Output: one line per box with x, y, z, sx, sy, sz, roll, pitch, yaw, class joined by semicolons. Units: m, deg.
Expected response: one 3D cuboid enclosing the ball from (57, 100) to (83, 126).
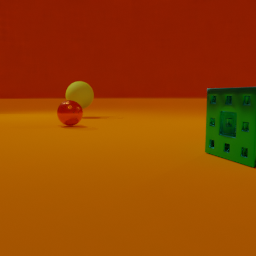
-1.754;-0.454;8.487;0.774;0.774;0.774;0;7;0;ball

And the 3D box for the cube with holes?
1.917;-0.079;4.207;1.038;1.038;1.038;-2;7;-20;cube with holes

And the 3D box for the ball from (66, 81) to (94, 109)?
-2.079;-1.410;12.104;1.194;1.194;1.194;0;7;0;ball
